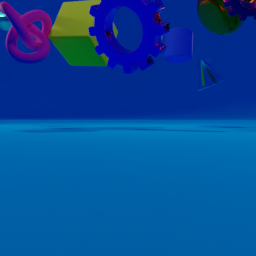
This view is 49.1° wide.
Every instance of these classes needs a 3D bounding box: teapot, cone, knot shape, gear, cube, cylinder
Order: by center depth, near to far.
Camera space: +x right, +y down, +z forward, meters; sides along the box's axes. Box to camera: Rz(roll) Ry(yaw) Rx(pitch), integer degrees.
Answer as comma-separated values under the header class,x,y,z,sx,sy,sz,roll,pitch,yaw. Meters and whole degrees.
class,x,y,z,sx,sy,sz,roll,pitch,yaw
gear,2.494,-2.672,5.463,1.209,0.224,1.209,1,-31,0
gear,-0.026,-2.251,6.400,1.947,1.947,0.360,1,26,35
teapot,2.361,-3.014,6.965,1.003,1.274,2.049,-44,30,-9
knot shape,-2.896,-2.777,7.822,0.819,1.772,1.658,-15,-45,31
cone,2.332,-1.670,8.365,0.850,0.853,0.850,-23,3,1
cube,-1.293,-2.824,8.477,1.359,1.359,1.359,7,-22,22
teapot,-4.305,-3.856,10.117,1.343,0.658,0.835,-27,50,-21
cylinder,1.865,-3.024,10.323,1.009,1.009,1.009,2,-2,0
